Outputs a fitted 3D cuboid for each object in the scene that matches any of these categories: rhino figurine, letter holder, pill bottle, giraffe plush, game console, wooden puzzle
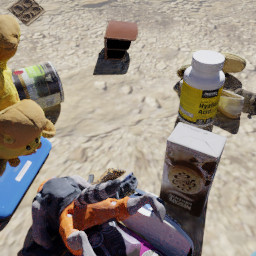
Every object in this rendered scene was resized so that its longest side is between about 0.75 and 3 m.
[{"bbox_3d":[4.188,-0.945,9.344,1.443,0.431,0.631,21,44,20],"label":"rhino figurine"},{"bbox_3d":[-0.256,-3.888,12.367,1.395,0.987,1.963,3,41,1],"label":"letter holder"},{"bbox_3d":[2.171,-1.145,8.275,1.169,2.101,1.169,0,41,0],"label":"pill bottle"},{"bbox_3d":[-2.199,-0.301,4.629,2.103,1.977,2.438,-36,8,-15],"label":"giraffe plush"},{"bbox_3d":[-3.566,1.055,7.152,2.162,1.498,2.532,32,42,-11],"label":"game console"},{"bbox_3d":[-2.738,-3.181,7.601,0.793,0.183,0.734,40,71,2],"label":"wooden puzzle"}]

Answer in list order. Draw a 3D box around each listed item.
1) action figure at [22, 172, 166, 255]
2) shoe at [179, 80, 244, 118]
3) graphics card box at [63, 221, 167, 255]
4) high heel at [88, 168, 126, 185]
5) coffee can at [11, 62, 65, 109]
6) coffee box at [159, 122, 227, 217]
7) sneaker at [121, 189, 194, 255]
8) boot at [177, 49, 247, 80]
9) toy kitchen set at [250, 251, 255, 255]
[{"bbox_3d":[-0.721,1.356,5.587,2.887,1.561,2.985,-1,26,45],"label":"action figure"},{"bbox_3d":[2.782,-1.197,9.447,0.866,0.661,2.478,-30,49,-30],"label":"shoe"},{"bbox_3d":[0.106,2.869,4.677,2.774,0.706,1.740,26,48,29],"label":"graphics card box"},{"bbox_3d":[-0.521,1.326,6.702,0.999,0.357,0.712,-14,33,9],"label":"high heel"},{"bbox_3d":[-3.187,-1.184,8.868,1.932,1.414,1.414,-21,45,-24],"label":"coffee can"},{"bbox_3d":[1.343,0.929,6.063,1.036,1.833,0.732,19,41,22],"label":"coffee box"},{"bbox_3d":[0.697,1.834,5.709,1.627,0.655,1.191,25,17,22],"label":"sneaker"},{"bbox_3d":[3.133,-2.229,10.527,2.270,0.826,1.764,18,43,21],"label":"boot"},{"bbox_3d":[2.600,2.883,4.382,1.439,1.058,1.796,14,43,16],"label":"toy kitchen set"}]
